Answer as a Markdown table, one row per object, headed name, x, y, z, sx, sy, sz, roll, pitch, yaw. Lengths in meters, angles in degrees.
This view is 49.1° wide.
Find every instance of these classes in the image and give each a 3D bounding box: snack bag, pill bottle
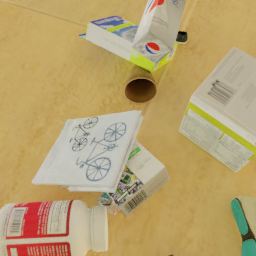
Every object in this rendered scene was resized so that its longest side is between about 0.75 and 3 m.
| name | x | y | z | sx | sy | sz | roll | pitch | yaw |
| --- | --- | --- | --- | --- | --- | --- | --- | --- | --- |
| snack bag | -1.089 | 0.583 | 7.486 | 2.686 | 0.288 | 2.533 | -6 | 44 | 28 |
| pill bottle | -1.748 | 2.474 | 6.761 | 2.476 | 1.390 | 1.390 | -2 | 63 | -2 |

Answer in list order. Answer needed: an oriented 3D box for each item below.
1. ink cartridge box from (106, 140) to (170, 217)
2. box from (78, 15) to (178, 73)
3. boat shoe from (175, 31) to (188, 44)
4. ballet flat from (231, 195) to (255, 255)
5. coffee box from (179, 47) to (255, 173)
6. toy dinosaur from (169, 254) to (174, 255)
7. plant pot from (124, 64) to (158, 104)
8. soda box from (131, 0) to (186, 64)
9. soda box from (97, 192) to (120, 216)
| name | x | y | z | sx | sy | sz | roll | pitch | yaw |
| --- | --- | --- | --- | --- | --- | --- | --- | --- | --- |
| ink cartridge box | -0.307 | 0.869 | 7.422 | 1.436 | 0.664 | 2.636 | -38 | 47 | -11 |
| box | 0.007 | -3.007 | 9.562 | 2.968 | 0.707 | 1.810 | 30 | 37 | 15 |
| boat shoe | 1.550 | -3.459 | 10.318 | 1.351 | 0.448 | 0.505 | 17 | 64 | 8 |
| ballet flat | 3.190 | 2.759 | 7.035 | 0.744 | 0.744 | 2.143 | -2 | 63 | -1 |
| coffee box | 3.002 | -0.445 | 7.839 | 2.120 | 2.097 | 2.117 | 37 | 69 | 17 |
| toy dinosaur | 1.325 | 3.546 | 6.542 | 2.102 | 0.902 | 1.425 | -12 | 57 | -12 |
| plant pot | 0.402 | -1.561 | 9.116 | 1.057 | 1.057 | 1.134 | 1 | 49 | 0 |
| soda box | 0.947 | -3.119 | 7.875 | 0.878 | 0.816 | 2.572 | 30 | 59 | -21 |
| soda box | -0.089 | 1.526 | 7.719 | 0.584 | 0.543 | 1.709 | 33 | 67 | 15 |
